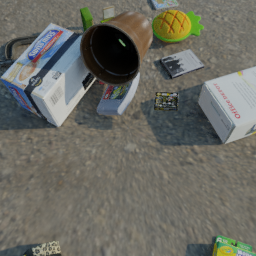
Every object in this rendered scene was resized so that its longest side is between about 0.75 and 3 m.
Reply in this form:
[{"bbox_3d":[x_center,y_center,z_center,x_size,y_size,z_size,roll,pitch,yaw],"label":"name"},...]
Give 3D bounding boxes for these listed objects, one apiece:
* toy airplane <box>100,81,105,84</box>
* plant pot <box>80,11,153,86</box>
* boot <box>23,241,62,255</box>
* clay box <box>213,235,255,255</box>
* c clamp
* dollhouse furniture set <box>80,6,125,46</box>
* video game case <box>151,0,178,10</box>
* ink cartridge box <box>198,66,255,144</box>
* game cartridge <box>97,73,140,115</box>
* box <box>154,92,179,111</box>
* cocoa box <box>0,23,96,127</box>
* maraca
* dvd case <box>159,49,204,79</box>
[{"bbox_3d":[-1.467,-2.634,11.716,2.278,0.419,2.278,-4,69,12],"label":"toy airplane"},{"bbox_3d":[-0.189,-2.826,9.440,2.091,2.091,2.070,20,45,12],"label":"plant pot"},{"bbox_3d":[-2.580,4.175,7.267,2.294,0.828,1.732,-18,57,-17],"label":"boot"},{"bbox_3d":[2.828,3.965,7.591,1.094,0.453,1.905,16,60,9],"label":"clay box"},{"bbox_3d":[-4.282,-3.229,12.254,2.930,0.397,2.503,-15,54,-8],"label":"c clamp"},{"bbox_3d":[-0.815,-4.034,12.139,1.727,1.323,2.636,-18,60,-11],"label":"dollhouse furniture set"},{"bbox_3d":[1.823,-6.626,14.486,1.182,0.143,1.298,-13,59,-8],"label":"video game case"},{"bbox_3d":[4.382,-0.955,10.224,2.925,1.280,2.126,-17,59,-12],"label":"ink cartridge box"},{"bbox_3d":[-0.311,-1.356,10.490,1.288,0.396,1.935,6,63,38],"label":"game cartridge"},{"bbox_3d":[1.300,-0.901,9.479,0.800,0.197,0.639,3,62,9],"label":"box"},{"bbox_3d":[-2.679,-1.957,10.307,1.922,1.953,2.929,27,68,16],"label":"cocoa box"},{"bbox_3d":[2.215,-4.583,12.547,2.325,1.244,1.594,-9,75,-6],"label":"maraca"},{"bbox_3d":[2.299,-2.763,12.012,1.553,0.192,1.167,-20,60,-13],"label":"dvd case"}]
